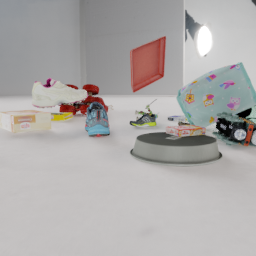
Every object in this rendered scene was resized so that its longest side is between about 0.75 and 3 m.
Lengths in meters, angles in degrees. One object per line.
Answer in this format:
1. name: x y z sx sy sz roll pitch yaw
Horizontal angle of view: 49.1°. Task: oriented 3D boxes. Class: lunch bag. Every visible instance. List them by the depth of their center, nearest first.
1. lunch bag: 3.066 -1.159 9.942 2.372 1.698 2.784 -26 5 17

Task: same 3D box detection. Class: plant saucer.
1. plant saucer: 0.560 -1.941 8.425 1.397 1.400 0.257 -31 48 -30

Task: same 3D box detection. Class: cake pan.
1. cake pan: 1.075 0.409 6.396 2.085 0.382 2.085 0 8 0

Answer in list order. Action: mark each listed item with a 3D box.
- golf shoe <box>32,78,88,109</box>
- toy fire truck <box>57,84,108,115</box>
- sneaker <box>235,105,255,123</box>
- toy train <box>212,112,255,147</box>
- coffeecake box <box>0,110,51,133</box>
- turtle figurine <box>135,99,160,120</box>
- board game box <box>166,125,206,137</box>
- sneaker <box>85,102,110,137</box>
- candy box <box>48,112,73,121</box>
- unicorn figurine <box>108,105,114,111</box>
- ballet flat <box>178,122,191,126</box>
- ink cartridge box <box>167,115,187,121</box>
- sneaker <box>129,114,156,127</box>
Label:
1. golf shoe: -2.504 -1.375 10.547 2.303 1.054 0.867 -16 18 -42
2. toy fire truck: -2.479 -1.259 15.025 2.623 1.471 2.203 1 -15 5
3. sneaker: 5.197 -0.462 10.000 1.614 1.007 2.736 -1 -2 -41
4. toy train: 3.033 0.042 7.670 1.110 0.830 1.948 10 9 2
5. coffeecake box: -3.736 -0.276 10.128 1.308 0.622 1.703 -7 11 -39
6. turtle figurine: 0.867 -0.644 12.335 0.994 1.026 0.738 -2 -26 16
7. board game box: 1.393 0.064 6.794 0.765 0.177 0.579 -4 9 -24
8. sneaker: -0.971 -0.361 9.290 0.859 1.035 2.166 -2 9 -13
9. candy box: -3.927 -0.546 12.955 2.449 0.323 1.252 1 6 6
10. unicorn figurine: -1.324 -1.245 17.595 0.776 0.417 1.130 -12 -3 -13
11. ballet flat: 2.267 -0.094 10.554 0.791 0.183 0.267 9 -12 19
12. ink cartridge box: 2.356 -0.450 12.800 0.844 0.201 0.854 4 8 32
13. sneaker: 0.570 -0.303 10.746 1.215 0.492 0.449 -6 10 -35
